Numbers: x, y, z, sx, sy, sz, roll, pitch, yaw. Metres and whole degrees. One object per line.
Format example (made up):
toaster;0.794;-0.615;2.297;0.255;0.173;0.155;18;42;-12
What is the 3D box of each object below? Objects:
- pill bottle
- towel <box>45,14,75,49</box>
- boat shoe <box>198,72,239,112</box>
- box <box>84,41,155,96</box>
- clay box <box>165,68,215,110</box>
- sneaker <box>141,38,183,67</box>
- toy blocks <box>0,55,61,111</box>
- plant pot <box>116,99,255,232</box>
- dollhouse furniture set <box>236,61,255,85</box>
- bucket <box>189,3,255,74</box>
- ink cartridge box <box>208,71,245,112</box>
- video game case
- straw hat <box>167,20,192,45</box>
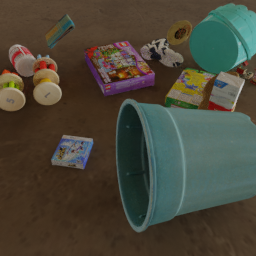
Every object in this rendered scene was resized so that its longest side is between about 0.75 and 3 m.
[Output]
pill bottle;-4.394;-2.853;11.639;0.882;0.882;1.572;-23;46;-23
towel;-2.243;-3.164;9.098;1.071;0.158;1.460;-39;37;7
boat shoe;3.027;-0.796;9.343;1.073;1.007;2.910;7;46;35
box;-0.445;-2.548;11.505;2.040;0.583;2.981;-15;45;-15
clay box;2.355;-1.409;10.324;1.266;0.525;2.204;20;46;20
sneaker;1.703;-3.431;12.304;1.993;0.795;1.297;19;54;33
toy blocks;-3.757;-1.911;10.549;2.229;0.971;2.675;-10;44;-12
plant pot;1.374;0.722;6.578;2.826;2.885;2.885;-3;42;-15
dollhouse furniture set;4.878;-2.252;11.164;0.481;0.637;1.183;-29;51;-28
bucket;3.875;-3.559;11.348;2.573;2.573;1.674;33;55;30
ink cartridge box;2.516;-0.853;7.276;0.637;1.096;0.369;26;57;20
video game case;-1.625;0.686;8.275;0.947;0.238;1.045;6;43;7
straw hat;2.613;-4.522;13.636;0.563;1.330;1.330;17;21;-50
